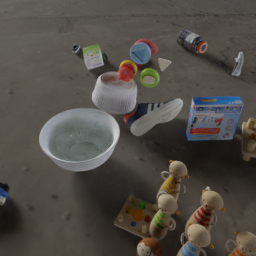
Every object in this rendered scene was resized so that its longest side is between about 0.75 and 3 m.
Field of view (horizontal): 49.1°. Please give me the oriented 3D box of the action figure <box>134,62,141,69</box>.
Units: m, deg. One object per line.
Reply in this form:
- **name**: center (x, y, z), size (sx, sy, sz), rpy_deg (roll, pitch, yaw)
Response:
- **action figure**: center (0.588, -3.517, 14.122), size (0.494, 0.390, 1.510), rpy_deg (8, 39, 12)

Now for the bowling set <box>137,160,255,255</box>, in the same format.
- **bowling set**: center (1.291, 2.269, 6.305), size (2.055, 1.585, 2.953), rpy_deg (-16, 41, -41)

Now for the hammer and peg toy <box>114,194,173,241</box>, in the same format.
- **hammer and peg toy**: center (0.434, 2.397, 7.308), size (1.378, 0.486, 1.013), rpy_deg (19, 45, 20)

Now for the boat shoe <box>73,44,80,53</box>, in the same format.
- **boat shoe**: center (-2.825, -4.397, 15.133), size (0.330, 0.305, 0.894), rpy_deg (7, 42, 8)

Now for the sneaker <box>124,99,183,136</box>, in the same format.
- **sneaker**: center (0.922, -0.658, 10.446), size (2.450, 0.918, 1.035), rpy_deg (-25, 50, -26)

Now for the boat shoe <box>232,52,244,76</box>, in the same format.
- **boat shoe**: center (3.699, -2.148, 9.427), size (0.255, 0.797, 0.294), rpy_deg (5, 27, 3)

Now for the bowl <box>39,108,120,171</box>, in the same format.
- **bowl**: center (-1.480, 0.526, 8.953), size (2.477, 1.113, 2.477), rpy_deg (0, 42, 0)

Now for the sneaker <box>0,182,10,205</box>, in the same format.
- **sneaker**: center (-4.016, 1.766, 8.028), size (1.196, 0.459, 0.666), rpy_deg (7, 48, 2)

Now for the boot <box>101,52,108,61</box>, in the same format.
- **boot**: center (-1.574, -3.589, 14.246), size (0.741, 0.393, 1.125), rpy_deg (-32, 46, -21)

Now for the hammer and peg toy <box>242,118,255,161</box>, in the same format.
- **hammer and peg toy**: center (4.952, 0.534, 9.186), size (2.321, 0.819, 1.707), rpy_deg (12, 41, 13)

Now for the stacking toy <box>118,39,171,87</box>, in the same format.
- **stacking toy**: center (0.552, -2.197, 10.340), size (1.614, 1.782, 0.753), rpy_deg (32, 40, -5)

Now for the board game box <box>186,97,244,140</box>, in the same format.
- **board game box**: center (2.899, -0.299, 9.541), size (1.604, 1.570, 0.448), rpy_deg (-1, 41, -1)

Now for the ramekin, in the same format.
- **ramekin**: center (-0.477, -1.445, 11.024), size (1.789, 0.939, 1.789), rpy_deg (9, 41, -8)

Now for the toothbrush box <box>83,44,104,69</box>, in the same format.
- **toothbrush box**: center (-1.713, -3.495, 13.711), size (0.829, 0.490, 1.138), rpy_deg (-15, 55, 3)

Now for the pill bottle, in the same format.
- **pill bottle**: center (3.424, -4.556, 14.891), size (0.875, 0.875, 1.647), rpy_deg (-25, 48, -26)
